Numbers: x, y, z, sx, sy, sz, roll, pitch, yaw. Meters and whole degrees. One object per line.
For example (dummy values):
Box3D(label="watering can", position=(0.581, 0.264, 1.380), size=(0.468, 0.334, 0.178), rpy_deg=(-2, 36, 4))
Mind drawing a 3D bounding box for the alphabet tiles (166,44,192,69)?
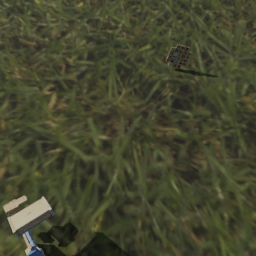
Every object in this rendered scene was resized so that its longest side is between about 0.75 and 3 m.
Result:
Box3D(label="alphabet tiles", position=(1.518, -2.127, 8.384), size=(0.639, 0.768, 0.024), rpy_deg=(12, 47, -9))

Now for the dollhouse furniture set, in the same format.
Box3D(label="dollhouse furniture set", position=(-1.851, 2.090, 5.784), size=(0.768, 1.176, 1.111), rpy_deg=(-28, 29, -24))
